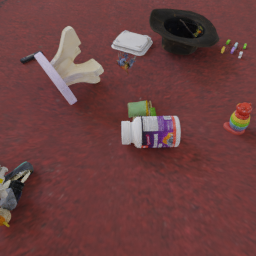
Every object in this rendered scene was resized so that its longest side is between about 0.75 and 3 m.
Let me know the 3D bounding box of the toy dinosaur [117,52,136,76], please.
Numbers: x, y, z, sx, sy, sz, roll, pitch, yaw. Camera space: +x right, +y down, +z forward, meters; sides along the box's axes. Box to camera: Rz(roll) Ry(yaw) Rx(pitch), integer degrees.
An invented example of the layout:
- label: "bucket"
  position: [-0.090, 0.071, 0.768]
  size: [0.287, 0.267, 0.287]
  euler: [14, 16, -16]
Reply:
- label: "toy dinosaur"
  position: [-0.171, -2.081, 9.181]
  size: [0.601, 1.038, 1.144]
  euler: [26, 68, -10]

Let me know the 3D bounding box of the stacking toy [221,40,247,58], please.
- label: "stacking toy"
  position: [4.313, -3.263, 11.360]
  size: [0.790, 0.246, 1.047]
  euler: [24, 53, 19]

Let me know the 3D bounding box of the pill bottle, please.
- label: "pill bottle"
  position: [0.626, 0.117, 8.035]
  size: [1.607, 0.895, 0.895]
  euler: [-2, 49, -1]

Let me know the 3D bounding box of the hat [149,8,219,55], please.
- label: "hat"
  position: [2.059, -3.629, 11.092]
  size: [2.874, 1.159, 2.874]
  euler: [9, 51, -11]

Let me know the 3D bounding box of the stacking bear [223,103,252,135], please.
- label: "stacking bear"
  position: [3.346, -0.333, 8.324]
  size: [0.629, 1.036, 0.589]
  euler: [-21, 53, -17]

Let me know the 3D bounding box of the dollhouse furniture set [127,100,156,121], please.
- label: "dollhouse furniture set"
  position: [0.407, -0.574, 8.819]
  size: [0.781, 0.598, 1.192]
  euler: [-3, 50, -3]

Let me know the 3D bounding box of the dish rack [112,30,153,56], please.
- label: "dish rack"
  position: [0.175, -3.581, 11.592]
  size: [1.478, 0.322, 1.269]
  euler: [19, 53, 17]

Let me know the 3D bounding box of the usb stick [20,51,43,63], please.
- label: "usb stick"
  position: [-3.790, -2.805, 11.025]
  size: [0.927, 0.151, 0.257]
  euler: [-34, 58, -25]

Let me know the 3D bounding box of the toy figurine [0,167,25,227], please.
- label: "toy figurine"
  position: [-3.452, 1.476, 6.344]
  size: [1.737, 1.765, 1.228]
  euler: [14, 61, 8]

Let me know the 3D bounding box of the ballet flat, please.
- label: "ballet flat"
  position: [-3.015, 1.368, 7.282]
  size: [0.467, 0.467, 1.279]
  euler: [36, 56, 27]

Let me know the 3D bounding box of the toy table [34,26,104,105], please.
- label: "toy table"
  position: [-1.900, -1.964, 9.171]
  size: [1.447, 2.272, 2.471]
  euler: [-38, 62, -8]
